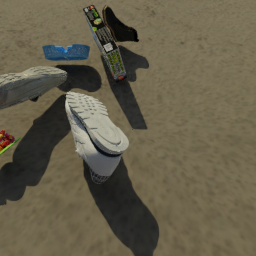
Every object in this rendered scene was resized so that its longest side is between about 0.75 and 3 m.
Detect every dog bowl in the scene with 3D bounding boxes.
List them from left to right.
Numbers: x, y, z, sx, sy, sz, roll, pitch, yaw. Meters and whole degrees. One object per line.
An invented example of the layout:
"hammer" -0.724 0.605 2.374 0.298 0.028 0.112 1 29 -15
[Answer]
"dog bowl" -2.091 -2.558 9.560 1.621 0.402 0.903 -2 4 0

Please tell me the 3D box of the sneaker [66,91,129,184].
"sneaker" -1.004 0.069 6.857 1.062 1.119 2.780 5 33 -30

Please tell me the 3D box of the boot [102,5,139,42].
"boot" -0.221 -3.725 10.065 1.027 1.485 0.575 14 67 30

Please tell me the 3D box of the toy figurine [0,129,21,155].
"toy figurine" -3.152 0.212 6.694 0.802 0.654 0.872 51 46 -12

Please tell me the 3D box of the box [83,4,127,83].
"box" -0.776 -2.818 9.278 0.426 1.349 2.451 -24 58 -2

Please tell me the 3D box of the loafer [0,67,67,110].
"loafer" -2.711 -1.187 7.959 0.850 0.849 2.432 26 33 26
